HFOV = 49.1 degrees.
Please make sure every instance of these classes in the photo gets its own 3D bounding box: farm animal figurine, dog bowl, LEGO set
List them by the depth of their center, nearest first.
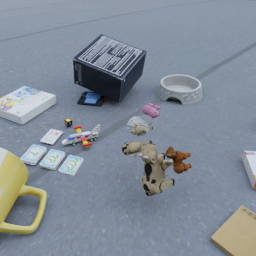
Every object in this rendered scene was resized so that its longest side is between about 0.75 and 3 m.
[{"bbox_3d":[0.518,0.592,7.799,1.136,1.824,2.259,-10,56,-37],"label":"farm animal figurine"},{"bbox_3d":[-2.366,0.441,10.488,2.070,0.680,2.772,13,36,12],"label":"LEGO set"},{"bbox_3d":[2.591,-1.976,13.953,2.276,0.667,2.276,0,34,0],"label":"dog bowl"}]

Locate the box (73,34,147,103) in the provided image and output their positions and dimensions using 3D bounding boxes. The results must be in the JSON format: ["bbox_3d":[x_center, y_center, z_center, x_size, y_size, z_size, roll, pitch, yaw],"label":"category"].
[{"bbox_3d":[-0.834,-2.831,13.189,2.512,1.560,2.532,24,51,14],"label":"box"}]

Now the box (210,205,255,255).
[{"bbox_3d":[3.356,2.997,7.128,1.594,0.207,1.950,-27,43,-33],"label":"box"}]

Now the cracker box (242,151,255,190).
[{"bbox_3d":[4.487,1.395,9.254,0.999,0.430,1.492,3,36,5],"label":"cracker box"}]

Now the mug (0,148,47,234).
[{"bbox_3d":[-3.736,1.845,7.322,2.606,2.087,2.140,-4,42,6],"label":"mug"}]

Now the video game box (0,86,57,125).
[{"bbox_3d":[-4.776,-1.099,12.809,2.007,0.516,2.203,20,39,23],"label":"video game box"}]

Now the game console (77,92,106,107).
[{"bbox_3d":[-1.724,-1.416,13.555,1.220,0.189,1.079,6,35,10],"label":"game console"}]
